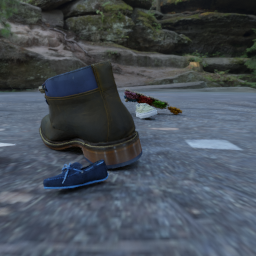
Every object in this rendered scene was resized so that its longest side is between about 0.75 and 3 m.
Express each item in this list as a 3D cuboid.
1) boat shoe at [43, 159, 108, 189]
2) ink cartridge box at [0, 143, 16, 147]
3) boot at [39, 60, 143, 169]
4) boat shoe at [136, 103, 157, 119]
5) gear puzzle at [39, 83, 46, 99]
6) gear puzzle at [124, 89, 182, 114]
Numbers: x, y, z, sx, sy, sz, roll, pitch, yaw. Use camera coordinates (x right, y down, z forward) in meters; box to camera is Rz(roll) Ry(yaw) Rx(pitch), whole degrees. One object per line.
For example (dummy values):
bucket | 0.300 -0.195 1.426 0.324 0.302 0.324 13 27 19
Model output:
boat shoe | -0.592 0.507 3.162 0.330 0.270 0.785 -5 0 44
ink cartridge box | -2.681 0.424 3.791 1.400 0.436 1.740 4 2 24
boot | -0.879 -0.375 4.773 1.091 1.415 2.919 -24 22 -34
boat shoe | 0.557 -0.616 9.709 0.532 0.458 1.477 -18 9 -17
gear puzzle | -1.052 -0.542 6.701 1.409 0.356 2.720 -2 -17 0
gear puzzle | 0.961 -0.903 10.994 2.398 0.314 1.242 18 -9 0
